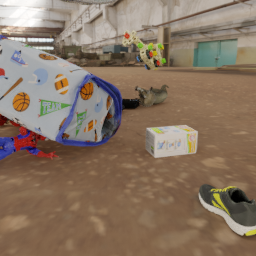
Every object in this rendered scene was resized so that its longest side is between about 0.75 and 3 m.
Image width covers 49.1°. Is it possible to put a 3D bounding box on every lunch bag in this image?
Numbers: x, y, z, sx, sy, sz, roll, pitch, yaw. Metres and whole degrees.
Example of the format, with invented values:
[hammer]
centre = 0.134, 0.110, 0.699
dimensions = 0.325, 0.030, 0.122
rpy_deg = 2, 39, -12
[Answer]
[lunch bag]
centre = -1.576, -0.704, 6.701
dimensions = 2.458, 1.791, 2.892
rpy_deg = 27, -1, 17

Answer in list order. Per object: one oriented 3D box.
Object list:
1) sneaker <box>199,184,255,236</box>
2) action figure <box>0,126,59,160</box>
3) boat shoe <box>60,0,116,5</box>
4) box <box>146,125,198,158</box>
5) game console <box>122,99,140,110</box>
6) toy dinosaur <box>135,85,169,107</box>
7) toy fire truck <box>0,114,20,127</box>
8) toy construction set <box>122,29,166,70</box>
[sneaker]
centre = 1.459, 1.029, 4.050
dimensions = 0.439, 0.499, 1.179
rpy_deg = -5, 16, -21
[action figure]
centre = -2.441, 0.423, 5.841
dimensions = 1.147, 0.756, 2.317
rpy_deg = 2, 14, 38
[boat shoe]
centre = -1.395, -4.472, 9.137
dimensions = 2.278, 0.838, 0.760
rpy_deg = 6, 10, -2
[box]
centre = 1.024, 0.299, 6.643
dimensions = 1.082, 0.548, 0.608
rpy_deg = -4, 17, -16
[game console]
centre = -0.641, -0.908, 11.363
dimensions = 1.718, 0.351, 2.913
rpy_deg = 4, 12, 15
[toy dinosaur]
centre = 1.148, -1.439, 12.815
dimensions = 2.672, 1.028, 1.366
rpy_deg = -7, 27, -44
[toy fire truck]
centre = -3.701, -0.559, 8.331
dimensions = 1.530, 2.378, 2.093
rpy_deg = 43, 12, 13
[toy construction set]
centre = 0.705, -2.930, 10.562
dimensions = 0.946, 1.346, 2.053
rpy_deg = -21, -27, 40
